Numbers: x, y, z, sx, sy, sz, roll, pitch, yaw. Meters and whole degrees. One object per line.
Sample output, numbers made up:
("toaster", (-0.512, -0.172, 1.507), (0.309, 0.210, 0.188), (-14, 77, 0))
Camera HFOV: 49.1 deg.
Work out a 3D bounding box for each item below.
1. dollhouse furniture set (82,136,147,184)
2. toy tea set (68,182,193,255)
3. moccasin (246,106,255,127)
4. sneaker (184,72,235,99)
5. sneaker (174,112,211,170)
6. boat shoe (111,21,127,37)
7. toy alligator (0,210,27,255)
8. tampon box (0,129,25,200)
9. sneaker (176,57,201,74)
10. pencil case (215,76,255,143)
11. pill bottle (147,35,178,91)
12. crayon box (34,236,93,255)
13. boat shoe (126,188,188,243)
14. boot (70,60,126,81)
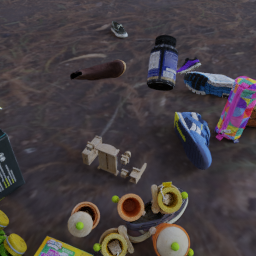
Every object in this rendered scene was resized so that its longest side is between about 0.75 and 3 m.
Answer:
("dollhouse furniture set", (-0.374, 0.761, 7.939), (1.739, 0.901, 0.770), (19, 46, 20))
("toy tea set", (0.107, 2.079, 5.864), (2.658, 0.984, 1.581), (-7, 83, -7))
("moccasin", (4.447, -0.403, 9.322), (2.110, 0.815, 0.772), (19, 45, 21))
("sneaker", (3.294, -1.781, 11.039), (2.219, 0.832, 0.961), (17, 37, 6))
("sneaker", (2.136, 0.258, 8.559), (0.957, 0.860, 2.327), (-5, 42, -8))
("boat shoe", (-0.524, -5.416, 15.321), (0.546, 0.492, 1.546), (-20, 45, -22))
("toy alligator", (-2.514, 2.786, 5.822), (0.964, 0.699, 2.908), (-46, 63, -8))
("tampon box", (-4.549, 1.072, 6.817), (2.216, 1.867, 2.957), (32, 50, 32))
("sneaker", (2.091, -2.240, 9.951), (0.895, 0.445, 0.311), (-23, -4, 9))
("pencil case", (3.379, -0.541, 8.649), (0.903, 2.043, 0.903), (6, 35, -4))
("pill bottle", (0.867, -1.594, 6.888), (0.691, 0.691, 1.235), (7, 82, 8))
("crayon box", (-1.396, 2.866, 5.928), (1.188, 0.346, 0.705), (15, 43, 17))
("boat shoe", (0.742, 1.981, 6.733), (1.921, 0.623, 0.691), (-26, 47, -26))
("boot", (-0.899, -1.671, 8.442), (1.439, 0.521, 1.197), (-5, 11, 44))
